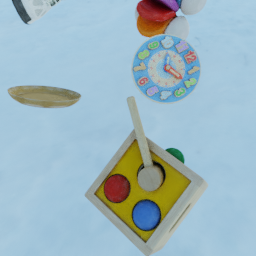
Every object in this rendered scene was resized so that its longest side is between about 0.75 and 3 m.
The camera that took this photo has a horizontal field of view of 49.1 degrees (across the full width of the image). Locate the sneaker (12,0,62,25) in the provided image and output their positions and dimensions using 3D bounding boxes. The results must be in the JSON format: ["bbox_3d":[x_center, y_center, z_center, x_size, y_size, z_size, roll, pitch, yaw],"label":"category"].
[{"bbox_3d":[-1.968,-3.809,7.517,1.643,1.078,2.855,-10,41,12],"label":"sneaker"}]

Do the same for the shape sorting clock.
[{"bbox_3d":[0.905,-1.393,6.592,1.662,0.326,1.662,0,86,-6],"label":"shape sorting clock"}]

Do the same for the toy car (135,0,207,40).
[{"bbox_3d":[0.989,-3.553,7.988,1.873,2.140,1.605,42,29,25],"label":"toy car"}]

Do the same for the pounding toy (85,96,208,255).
[{"bbox_3d":[0.258,0.673,4.008,1.438,1.111,1.562,36,90,26],"label":"pounding toy"}]

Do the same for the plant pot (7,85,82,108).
[{"bbox_3d":[-1.566,-0.595,5.322,1.343,0.185,1.343,8,18,-2],"label":"plant pot"}]
